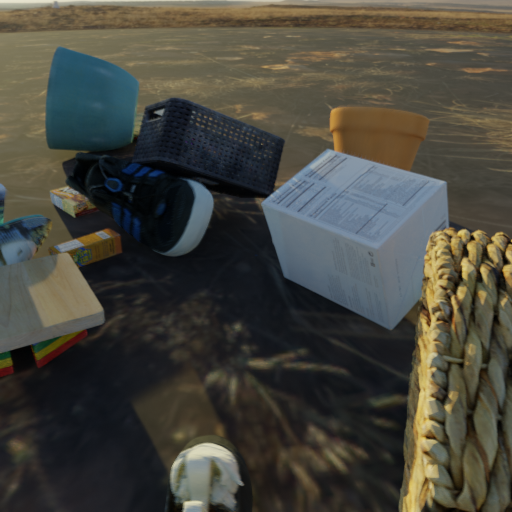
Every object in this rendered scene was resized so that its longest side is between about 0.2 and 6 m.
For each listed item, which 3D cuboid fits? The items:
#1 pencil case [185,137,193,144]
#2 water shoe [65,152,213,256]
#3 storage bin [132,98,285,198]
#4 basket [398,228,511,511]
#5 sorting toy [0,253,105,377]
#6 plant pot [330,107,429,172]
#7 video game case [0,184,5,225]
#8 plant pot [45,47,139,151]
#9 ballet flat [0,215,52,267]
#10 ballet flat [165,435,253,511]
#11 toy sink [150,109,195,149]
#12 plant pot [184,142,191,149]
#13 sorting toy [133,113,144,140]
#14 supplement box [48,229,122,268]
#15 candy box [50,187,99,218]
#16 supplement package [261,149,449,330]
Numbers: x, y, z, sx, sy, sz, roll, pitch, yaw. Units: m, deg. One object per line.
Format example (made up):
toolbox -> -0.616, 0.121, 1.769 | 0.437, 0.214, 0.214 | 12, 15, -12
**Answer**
pencil case -> -1.905, -2.328, 12.728 | 0.872, 0.803, 1.887 | -14, 27, 7
water shoe -> -2.063, -0.898, 9.094 | 1.385, 1.255, 3.510 | 19, 2, -39
storage bin -> -0.825, -1.800, 9.803 | 2.268, 1.063, 1.533 | 15, -3, -33
basket -> 2.405, 1.218, 4.036 | 2.535, 2.428, 3.403 | 7, 28, 16
sorting toy -> -2.964, 0.768, 6.865 | 1.806, 0.632, 1.817 | -15, 30, -26
plant pot -> 2.344, -2.101, 11.064 | 1.900, 1.330, 1.900 | 6, 7, -1
video game case -> -4.201, -0.423, 8.024 | 0.139, 1.106, 1.214 | 42, 44, 15
plant pot -> -3.960, -3.700, 13.862 | 1.969, 2.453, 2.453 | 8, 26, -12
ballet flat -> -3.953, 0.136, 8.098 | 0.915, 0.915, 2.464 | 24, 37, 38
ballet flat -> -0.384, 2.014, 4.342 | 0.732, 0.736, 2.152 | -2, 27, -2
toy sink -> -2.116, -3.259, 14.472 | 1.022, 0.879, 1.568 | 2, 32, 5
plant pot -> -1.629, -1.581, 11.094 | 1.210, 1.210, 0.815 | -15, 1, -27
sorting toy -> -3.017, -3.821, 16.189 | 2.111, 0.379, 2.834 | 12, 29, 31
supplement box -> -2.685, -0.085, 8.846 | 1.083, 0.360, 0.373 | -22, 36, -35
candy box -> -3.503, -1.078, 10.863 | 0.576, 0.276, 0.997 | -23, 35, -37
supplement package -> 1.374, -0.297, 7.620 | 1.457, 1.468, 1.934 | -41, 44, -24
